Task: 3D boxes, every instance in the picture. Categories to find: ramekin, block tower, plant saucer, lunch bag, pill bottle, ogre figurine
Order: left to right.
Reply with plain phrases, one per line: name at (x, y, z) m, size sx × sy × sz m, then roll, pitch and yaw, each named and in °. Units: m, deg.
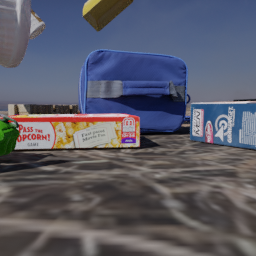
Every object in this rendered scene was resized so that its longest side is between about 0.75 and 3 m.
ogre figurine at (-2.459, -0.118, 2.324) m, size 1.650 × 1.350 × 2.752 m, roll 20°, pitch 26°, yaw 19°
ramekin at (-3.322, -2.812, 6.378) m, size 1.332 × 2.861 × 2.861 m, roll -7°, pitch 8°, yaw -36°
pill bottle at (-3.418, -3.651, 9.216) m, size 0.739 × 1.293 × 0.739 m, roll -41°, pitch 11°, yaw 10°
block tower at (-2.688, -0.426, 9.395) m, size 0.790 × 0.738 × 2.734 m, roll 1°, pitch 5°, yaw 23°
plant saucer at (-0.624, -3.708, 8.351) m, size 1.551 × 0.376 × 1.551 m, roll -38°, pitch -4°, yaw 10°
lunch bag at (0.185, -0.808, 6.837) m, size 2.751 × 1.869 × 1.820 m, roll 0°, pitch 5°, yaw -11°

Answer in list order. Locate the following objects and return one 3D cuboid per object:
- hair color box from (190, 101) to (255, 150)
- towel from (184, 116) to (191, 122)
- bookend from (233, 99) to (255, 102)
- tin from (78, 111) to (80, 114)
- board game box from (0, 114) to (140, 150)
hair color box at (2.275, -0.064, 4.532) m, size 1.223 × 0.740 × 2.446 m, roll -2°, pitch 5°, yaw -30°
towel at (1.906, -0.509, 13.439) m, size 1.930 × 0.318 × 2.666 m, roll -1°, pitch 4°, yaw -18°
bookend at (3.975, -0.298, 6.960) m, size 1.843 × 0.849 × 1.831 m, roll -1°, pitch 4°, yaw -23°
tin at (-2.563, -0.571, 13.317) m, size 2.460 × 0.515 × 1.378 m, roll 0°, pitch 8°, yaw -2°
board game box at (-0.996, 0.022, 4.892) m, size 2.165 × 0.501 × 1.640 m, roll -1°, pitch 4°, yaw -9°
